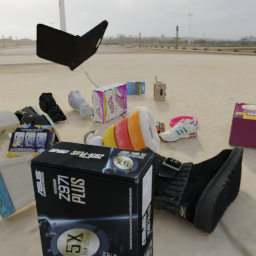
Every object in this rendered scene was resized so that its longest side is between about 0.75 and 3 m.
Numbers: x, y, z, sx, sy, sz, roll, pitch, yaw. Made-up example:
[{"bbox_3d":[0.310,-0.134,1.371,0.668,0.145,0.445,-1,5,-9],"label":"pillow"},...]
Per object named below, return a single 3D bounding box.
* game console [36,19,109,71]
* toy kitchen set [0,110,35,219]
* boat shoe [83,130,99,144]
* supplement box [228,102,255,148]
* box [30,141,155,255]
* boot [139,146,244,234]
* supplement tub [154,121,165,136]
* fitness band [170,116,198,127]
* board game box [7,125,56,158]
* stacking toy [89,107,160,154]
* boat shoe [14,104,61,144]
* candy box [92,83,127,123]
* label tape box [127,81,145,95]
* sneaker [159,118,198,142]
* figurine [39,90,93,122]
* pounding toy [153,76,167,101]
[{"bbox_3d":[-1.884,-2.912,9.260,1.893,1.253,2.153,-44,4,-21],"label":"game console"},{"bbox_3d":[-3.434,1.135,6.379,1.648,2.241,2.798,-18,-11,-43],"label":"toy kitchen set"},{"bbox_3d":[-1.280,0.319,9.392,0.337,0.406,1.131,4,15,12],"label":"boat shoe"},{"bbox_3d":[4.325,-0.153,9.815,1.275,0.990,2.312,8,20,21],"label":"supplement box"},{"bbox_3d":[-0.461,1.284,4.178,1.577,1.926,0.829,7,20,19],"label":"box"},{"bbox_3d":[1.308,0.993,6.349,2.125,1.070,2.843,13,23,34],"label":"boot"},{"bbox_3d":[0.861,0.032,10.002,0.875,0.536,0.536,-2,19,-8],"label":"supplement tub"},{"bbox_3d":[2.253,-0.246,11.298,1.248,0.234,0.896,-16,25,-36],"label":"fitness band"},{"bbox_3d":[-2.815,0.421,8.225,1.213,1.003,0.344,2,-21,5],"label":"board game box"},{"bbox_3d":[-0.188,0.330,8.463,2.115,1.545,1.545,-14,15,16],"label":"stacking toy"},{"bbox_3d":[-3.131,-0.038,9.612,0.903,1.054,2.882,-29,33,-26],"label":"boat shoe"},{"bbox_3d":[-0.748,-1.137,12.144,0.609,1.361,1.995,10,22,27],"label":"candy box"},{"bbox_3d":[0.466,-2.390,16.735,1.068,0.770,0.338,-3,17,-11],"label":"label tape box"},{"bbox_3d":[1.763,0.007,9.775,1.555,0.727,0.548,-7,21,-22],"label":"sneaker"},{"bbox_3d":[-2.635,-0.873,12.377,2.197,0.946,2.144,-8,29,-25],"label":"figurine"},{"bbox_3d":[1.777,-2.161,15.176,0.690,1.325,1.508,1,19,1],"label":"pounding toy"}]
